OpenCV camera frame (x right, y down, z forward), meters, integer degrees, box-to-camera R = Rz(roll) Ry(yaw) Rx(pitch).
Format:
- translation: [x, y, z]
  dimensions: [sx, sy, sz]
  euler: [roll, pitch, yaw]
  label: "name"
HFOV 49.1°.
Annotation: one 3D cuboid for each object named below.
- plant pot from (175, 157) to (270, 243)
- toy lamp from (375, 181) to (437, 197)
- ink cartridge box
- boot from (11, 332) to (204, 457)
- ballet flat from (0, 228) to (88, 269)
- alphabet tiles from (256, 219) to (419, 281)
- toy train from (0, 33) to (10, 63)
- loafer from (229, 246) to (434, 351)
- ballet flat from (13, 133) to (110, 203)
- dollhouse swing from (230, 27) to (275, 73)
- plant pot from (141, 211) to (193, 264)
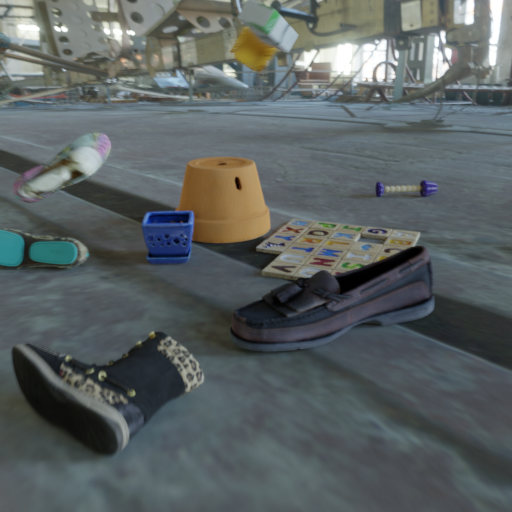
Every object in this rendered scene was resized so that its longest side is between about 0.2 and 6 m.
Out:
- translation: [-0.808, -1.380, 12.976]
  dimensions: [2.262, 1.583, 2.262]
  euler: [-1, 21, 0]
  label: "plant pot"
- translation: [4.331, -1.917, 16.130]
  dimensions: [1.712, 0.498, 0.498]
  euler: [-2, 20, 1]
  label: "toy lamp"
- translation: [0.238, -4.443, 10.866]
  dimensions: [0.745, 0.422, 1.017]
  euler: [36, 10, 32]
  label: "ink cartridge box"
- translation: [-1.744, 1.374, 6.554]
  dimensions: [1.988, 0.727, 1.497]
  euler: [19, 28, 34]
  label: "boot"
- translation: [-4.364, -0.093, 10.894]
  dimensions: [2.243, 0.761, 0.844]
  euler: [6, -3, 1]
  label: "ballet flat"
- translation: [1.610, -0.128, 11.628]
  dimensions: [3.034, 0.137, 3.629]
  euler: [8, 21, 21]
  label: "alphabet tiles"
- translation: [-4.582, -3.533, 9.762]
  dimensions: [0.786, 0.335, 0.448]
  euler: [-39, 13, 45]
  label: "toy train"
- translation: [1.185, 0.532, 8.381]
  dimensions: [3.409, 1.074, 1.225]
  euler: [-9, 22, -23]
  label: "loafer"
- translation: [-3.510, -1.576, 10.344]
  dimensions: [2.023, 0.699, 0.720]
  euler: [-35, 31, -16]
  label: "ballet flat"
- translation: [0.009, -4.980, 13.295]
  dimensions: [0.883, 0.803, 0.777]
  euler: [32, -7, -18]
  label: "dollhouse swing"
- translation: [-1.731, -0.354, 11.148]
  dimensions: [0.977, 0.878, 0.977]
  euler: [-1, 20, -4]
  label: "plant pot"
